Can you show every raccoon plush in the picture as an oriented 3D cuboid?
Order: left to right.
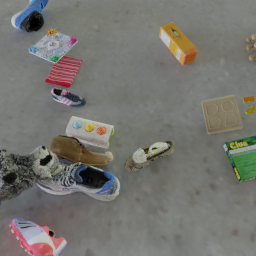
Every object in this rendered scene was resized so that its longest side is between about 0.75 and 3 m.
[{"bbox_3d":[-3.445,1.691,9.097,1.961,2.926,1.416,6,46,-43],"label":"raccoon plush"}]

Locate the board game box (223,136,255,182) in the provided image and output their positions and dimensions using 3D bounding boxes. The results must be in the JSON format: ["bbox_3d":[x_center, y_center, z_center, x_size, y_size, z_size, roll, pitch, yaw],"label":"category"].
[{"bbox_3d":[5.092,0.919,10.127,2.894,0.339,1.516,-11,64,-6],"label":"board game box"}]

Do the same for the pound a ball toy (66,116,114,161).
[{"bbox_3d":[-1.313,0.342,10.168,1.868,0.794,1.218,14,62,8],"label":"pound a ball toy"}]

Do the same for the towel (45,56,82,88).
[{"bbox_3d":[-2.770,-2.471,12.082,1.148,0.179,1.588,14,62,7],"label":"towel"}]

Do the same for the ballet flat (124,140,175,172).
[{"bbox_3d":[0.763,0.878,9.893,1.978,0.745,0.671,-22,58,-11],"label":"ballet flat"}]

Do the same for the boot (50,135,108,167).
[{"bbox_3d":[-1.716,0.821,9.776,2.187,0.805,0.825,14,91,9],"label":"boot"}]

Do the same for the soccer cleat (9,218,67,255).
[{"bbox_3d":[-2.681,3.164,8.205,0.917,0.800,2.398,-34,28,-30],"label":"soccer cleat"}]

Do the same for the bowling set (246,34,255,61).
[{"bbox_3d":[5.752,-3.823,12.367,0.823,1.066,1.532,-2,57,0],"label":"bowling set"}]

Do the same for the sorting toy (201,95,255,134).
[{"bbox_3d":[3.875,-0.567,10.665,1.898,0.254,1.414,-11,71,13],"label":"sorting toy"}]

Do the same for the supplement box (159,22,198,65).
[{"bbox_3d":[2.216,-3.797,12.534,0.683,0.706,2.053,-24,65,-13],"label":"supplement box"}]

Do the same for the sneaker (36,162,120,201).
[{"bbox_3d":[-1.723,1.570,9.215,2.973,1.266,1.145,6,61,4],"label":"sneaker"}]

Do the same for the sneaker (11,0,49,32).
[{"bbox_3d":[-4.274,-5.450,13.290,1.303,0.899,2.343,30,69,22],"label":"sneaker"}]

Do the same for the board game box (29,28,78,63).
[{"bbox_3d":[-3.392,-3.778,12.670,1.660,0.215,1.660,26,63,21],"label":"board game box"}]

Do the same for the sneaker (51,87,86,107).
[{"bbox_3d":[-2.385,-1.233,11.149,1.452,0.596,0.509,13,62,7],"label":"sneaker"}]
